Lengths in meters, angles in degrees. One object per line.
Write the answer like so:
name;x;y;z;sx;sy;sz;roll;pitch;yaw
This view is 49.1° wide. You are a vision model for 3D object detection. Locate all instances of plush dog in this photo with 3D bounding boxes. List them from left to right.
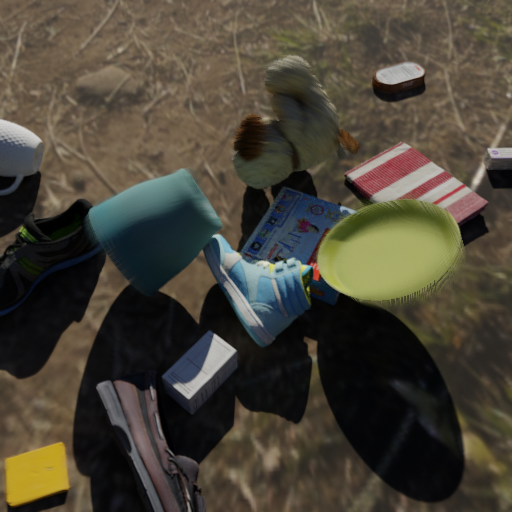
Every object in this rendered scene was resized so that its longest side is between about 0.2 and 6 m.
plush dog;0.524;-2.057;10.459;2.118;2.466;1.978;-36;68;-9

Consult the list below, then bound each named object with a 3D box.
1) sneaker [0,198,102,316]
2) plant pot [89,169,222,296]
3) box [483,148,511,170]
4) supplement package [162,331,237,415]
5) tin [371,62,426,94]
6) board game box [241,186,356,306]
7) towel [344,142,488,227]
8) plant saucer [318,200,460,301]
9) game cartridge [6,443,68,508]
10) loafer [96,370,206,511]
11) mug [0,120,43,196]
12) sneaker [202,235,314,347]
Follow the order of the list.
sneaker;-3.927;-0.048;9.512;2.961;1.227;1.050;-37;59;-26
plant pot;-1.499;-0.490;9.083;1.616;1.720;1.720;-33;56;3
box;5.644;-2.025;11.661;1.697;0.352;0.328;-2;51;0
supplement package;-0.841;1.762;8.490;0.590;0.568;1.037;34;59;24
tin;3.462;-4.328;13.565;1.371;0.287;0.768;-20;58;-15
board game box;0.924;-0.239;10.123;1.807;0.516;1.846;22;55;16
towel;3.120;-1.268;11.127;1.691;0.267;2.348;-29;55;-19
plant saucer;2.117;-0.060;9.005;2.249;0.349;2.249;-17;39;14
game cartridge;-3.043;3.038;7.773;0.779;0.126;0.686;-15;53;-9
loafer;-1.216;2.725;7.461;0.942;1.075;2.991;-22;52;-22
mug;-5.085;-1.952;11.231;1.321;1.112;1.507;12;82;-8
sneaker;0.113;0.259;9.260;1.437;0.875;2.201;-35;66;3
